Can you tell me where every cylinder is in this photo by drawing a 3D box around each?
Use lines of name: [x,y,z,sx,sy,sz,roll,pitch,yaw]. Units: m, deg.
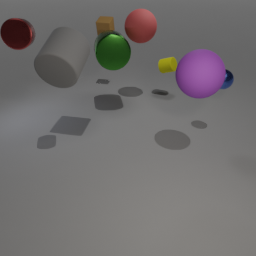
cylinder: [-2.634,-2.275,6.754,0.700,0.700,0.700,-5,22,-10]
cylinder: [-0.667,-3.214,11.499,1.400,1.400,1.400,-4,26,-8]
cylinder: [-2.066,-2.241,8.945,1.400,1.400,1.400,6,53,12]
cylinder: [1.957,-3.088,13.786,0.700,0.700,0.700,-1,23,38]

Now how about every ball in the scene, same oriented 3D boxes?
ball: [2.083,-1.556,8.103,1.400,1.400,1.400,0,29,0]
ball: [3.337,-1.706,9.811,0.700,0.700,0.700,0,29,0]
ball: [0.547,-4.384,12.079,1.400,1.400,1.400,0,29,0]

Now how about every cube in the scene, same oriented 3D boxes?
cube: [-1.110,-5.009,13.781,0.700,0.700,0.700,8,47,12]
